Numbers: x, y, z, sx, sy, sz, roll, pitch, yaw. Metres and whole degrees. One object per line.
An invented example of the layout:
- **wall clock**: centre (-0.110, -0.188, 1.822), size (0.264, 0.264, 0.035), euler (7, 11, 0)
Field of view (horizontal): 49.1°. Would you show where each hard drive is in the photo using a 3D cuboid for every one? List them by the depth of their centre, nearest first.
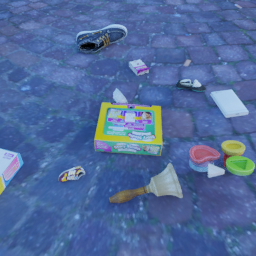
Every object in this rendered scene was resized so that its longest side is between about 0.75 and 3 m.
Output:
- **hard drive**: centre (4.303, -1.067, 11.937), size (1.004, 0.203, 1.523), euler (-8, 45, -8)

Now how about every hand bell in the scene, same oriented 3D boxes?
- **hand bell**: centre (0.468, 1.918, 8.571), size (2.134, 1.111, 1.111), euler (-18, 46, -1)

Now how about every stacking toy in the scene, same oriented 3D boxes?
- **stacking toy**: centre (2.990, 1.228, 9.000), size (1.905, 0.805, 1.725), euler (-6, 29, -3)

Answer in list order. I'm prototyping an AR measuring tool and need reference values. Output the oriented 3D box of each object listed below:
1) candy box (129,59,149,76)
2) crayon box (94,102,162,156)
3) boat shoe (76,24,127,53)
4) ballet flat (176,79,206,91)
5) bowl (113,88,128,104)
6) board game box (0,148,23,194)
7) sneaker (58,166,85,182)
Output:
- **candy box**: centre (0.531, -2.994, 13.833), size (0.646, 0.289, 0.948), euler (-18, 47, -17)
- **crayon box**: centre (0.061, -0.005, 10.484), size (2.361, 0.688, 2.037), euler (4, 46, 1)
- **boat shoe**: centre (-1.369, -4.734, 15.181), size (2.842, 1.005, 1.290), euler (-12, 46, -2)
- **ballet flat**: centre (2.864, -1.943, 12.644), size (1.350, 0.462, 0.459), euler (6, 45, 6)
- **bowl**: centre (-0.364, -1.182, 11.185), size (0.343, 0.763, 0.763), euler (-39, 53, -5)
- **board game box**: centre (-5.031, 1.727, 8.827), size (2.135, 0.563, 2.790), euler (13, 46, 13)
- **sneaker**: centre (-1.836, 1.562, 9.171), size (0.875, 0.328, 0.394), euler (-28, 45, -24)
